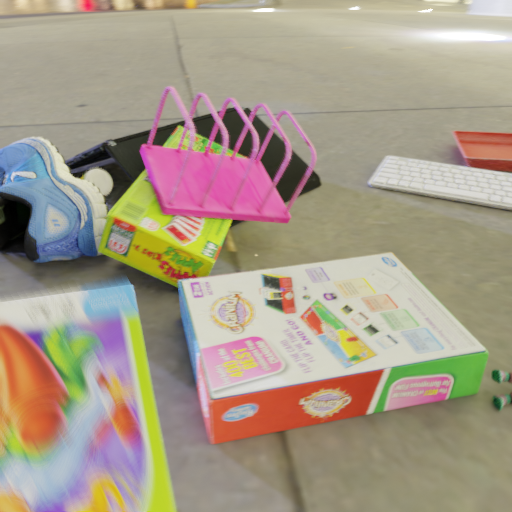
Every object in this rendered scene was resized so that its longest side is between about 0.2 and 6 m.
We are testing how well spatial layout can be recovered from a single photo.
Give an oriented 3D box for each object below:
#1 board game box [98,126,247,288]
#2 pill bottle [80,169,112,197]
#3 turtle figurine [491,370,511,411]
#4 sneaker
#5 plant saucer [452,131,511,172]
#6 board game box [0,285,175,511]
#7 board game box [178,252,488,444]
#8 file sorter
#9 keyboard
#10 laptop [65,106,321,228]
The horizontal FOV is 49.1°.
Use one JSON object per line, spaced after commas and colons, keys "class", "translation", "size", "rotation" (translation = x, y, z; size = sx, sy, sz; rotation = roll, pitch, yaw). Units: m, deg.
{"class": "board game box", "translation": [-1.078, -0.842, 8.765], "size": [1.541, 0.722, 3.033], "rotation": [25, 37, -5]}
{"class": "pill bottle", "translation": [-2.856, -1.142, 9.635], "size": [0.476, 0.476, 0.858], "rotation": [-25, 5, -38]}
{"class": "turtle figurine", "translation": [2.959, 1.403, 5.944], "size": [0.855, 0.431, 0.640], "rotation": [-3, 70, -1]}
{"class": "sneaker", "translation": [-3.819, -0.952, 9.144], "size": [1.620, 1.427, 3.634], "rotation": [-19, 34, -35]}
{"class": "plant saucer", "translation": [5.614, -2.351, 12.733], "size": [2.030, 0.373, 2.026], "rotation": [4, 29, 9]}
{"class": "board game box", "translation": [-2.541, 1.636, 3.842], "size": [3.759, 0.842, 2.528], "rotation": [-8, 47, -17]}
{"class": "board game box", "translation": [0.720, 0.899, 6.613], "size": [2.996, 0.604, 2.293], "rotation": [-7, 30, -12]}
{"class": "file sorter", "translation": [-0.393, -1.500, 8.261], "size": [2.091, 1.311, 1.453], "rotation": [2, 44, -31]}
{"class": "keyboard", "translation": [4.894, -1.257, 10.861], "size": [5.185, 0.276, 1.459], "rotation": [13, 32, 23]}
{"class": "laptop", "translation": [-1.536, -1.643, 11.616], "size": [3.714, 2.164, 4.191], "rotation": [-27, 13, -40]}
